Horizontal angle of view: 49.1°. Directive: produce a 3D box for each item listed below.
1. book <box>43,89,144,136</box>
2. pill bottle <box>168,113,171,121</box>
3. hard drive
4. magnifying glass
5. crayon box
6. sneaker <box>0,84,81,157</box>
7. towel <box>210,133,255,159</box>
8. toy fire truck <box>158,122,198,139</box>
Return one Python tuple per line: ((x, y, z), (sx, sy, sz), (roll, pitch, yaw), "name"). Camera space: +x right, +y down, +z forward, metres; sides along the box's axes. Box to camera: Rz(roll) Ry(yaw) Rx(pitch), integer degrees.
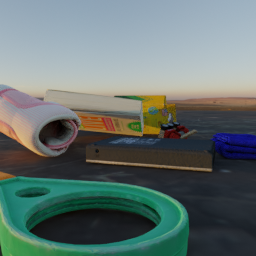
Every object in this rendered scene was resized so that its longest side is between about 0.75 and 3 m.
((-0.815, -0.320, 7.475), (2.422, 0.582, 1.618), (5, -20, 7), "book")
((1.754, -0.616, 15.059), (0.599, 0.599, 1.066), (-3, 5, -32), "pill bottle")
((0.449, 0.371, 4.591), (1.879, 0.309, 1.311), (2, 5, 19), "hard drive")
((-0.857, 0.569, 2.331), (2.811, 0.315, 1.119), (2, 5, 36), "magnifying glass")
((0.519, -0.377, 8.363), (1.866, 1.185, 0.474), (2, 42, 13), "crayon box")
((-1.427, 0.042, 5.448), (1.385, 0.997, 2.649), (26, -2, 17), "sneaker")
((2.167, 0.291, 5.264), (1.080, 0.362, 1.462), (0, 5, 8), "towel")
((1.280, 0.141, 6.764), (0.866, 0.557, 0.762), (25, 23, 37), "toy fire truck")
